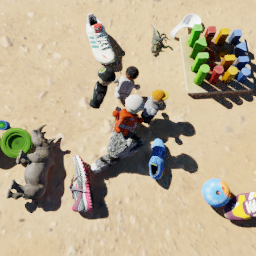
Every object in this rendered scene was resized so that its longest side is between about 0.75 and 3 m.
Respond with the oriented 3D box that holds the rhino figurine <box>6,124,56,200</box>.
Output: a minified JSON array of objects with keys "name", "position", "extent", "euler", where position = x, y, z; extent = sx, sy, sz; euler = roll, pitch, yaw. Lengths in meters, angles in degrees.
[{"name":"rhino figurine","position":[-3.493,1.272,10.580],"extent":[1.308,0.894,2.991],"euler":[18,71,-24]}]

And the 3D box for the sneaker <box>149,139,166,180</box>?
[{"name":"sneaker","position":[1.108,1.155,10.733],"extent":[0.536,0.637,1.626],"euler":[0,72,21]}]

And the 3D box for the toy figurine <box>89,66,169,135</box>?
[{"name":"toy figurine","position":[0.021,-1.188,10.459],"extent":[2.374,1.678,2.412],"euler":[-22,60,-45]}]

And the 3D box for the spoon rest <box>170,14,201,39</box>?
[{"name":"spoon rest","position":[2.629,-4.643,12.655],"extent":[1.574,0.477,0.782],"euler":[-36,76,-9]}]

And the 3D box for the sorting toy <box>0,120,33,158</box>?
[{"name":"sorting toy","position":[-4.884,0.406,11.005],"extent":[2.326,0.955,1.398],"euler":[6,88,-11]}]

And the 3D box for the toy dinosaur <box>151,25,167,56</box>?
[{"name":"toy dinosaur","position":[1.373,-4.013,12.535],"extent":[0.710,0.382,1.611],"euler":[0,70,7]}]

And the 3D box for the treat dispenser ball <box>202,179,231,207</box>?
[{"name":"treat dispenser ball","position":[3.213,2.368,10.238],"extent":[1.011,1.011,1.011],"euler":[0,73,0]}]

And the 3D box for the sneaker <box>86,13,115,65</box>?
[{"name":"sneaker","position":[-1.257,-3.853,12.075],"extent":[0.836,1.110,2.374],"euler":[-21,74,-7]}]

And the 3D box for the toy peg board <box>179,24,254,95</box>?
[{"name":"toy peg board","position":[3.813,-3.005,11.675],"extent":[2.833,1.392,2.845],"euler":[-4,74,-1]}]

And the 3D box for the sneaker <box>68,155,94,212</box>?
[{"name":"sneaker","position":[-1.830,2.044,10.426],"extent":[0.796,0.860,2.133],"euler":[-11,74,-1]}]

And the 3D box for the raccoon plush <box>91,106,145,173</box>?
[{"name":"raccoon plush","position":[-0.619,0.328,10.826],"extent":[2.610,1.263,1.748],"euler":[-27,67,-8]}]

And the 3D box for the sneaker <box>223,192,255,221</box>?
[{"name":"sneaker","position":[4.743,2.693,10.027],"extent":[2.581,1.163,0.967],"euler":[-16,75,-2]}]
